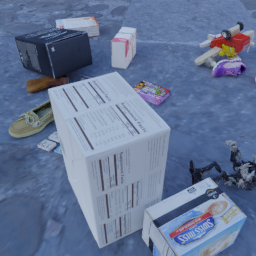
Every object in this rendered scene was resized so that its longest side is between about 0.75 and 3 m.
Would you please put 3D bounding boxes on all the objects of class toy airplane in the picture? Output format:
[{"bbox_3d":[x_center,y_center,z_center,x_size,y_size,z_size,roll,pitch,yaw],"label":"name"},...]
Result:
[{"bbox_3d":[4.066,-3.313,11.687,2.266,1.599,2.256,-19,16,34],"label":"toy airplane"}]

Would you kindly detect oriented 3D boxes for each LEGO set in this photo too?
[{"bbox_3d":[-1.637,0.453,8.069,1.563,0.384,1.168,13,41,32],"label":"LEGO set"}]

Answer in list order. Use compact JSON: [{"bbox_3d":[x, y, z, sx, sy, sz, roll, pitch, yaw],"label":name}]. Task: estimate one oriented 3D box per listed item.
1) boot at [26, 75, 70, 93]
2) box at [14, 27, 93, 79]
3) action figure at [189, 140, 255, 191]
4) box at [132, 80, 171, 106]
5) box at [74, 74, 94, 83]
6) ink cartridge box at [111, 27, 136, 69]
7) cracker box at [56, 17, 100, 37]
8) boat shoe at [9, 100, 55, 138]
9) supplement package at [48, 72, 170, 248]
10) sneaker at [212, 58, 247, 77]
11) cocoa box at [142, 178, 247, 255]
[{"bbox_3d":[-2.916,-1.577,10.189,1.527,0.523,1.437,-16,43,-17],"label":"boot"},{"bbox_3d":[-2.891,-3.004,10.891,1.841,1.298,2.488,-30,38,-34],"label":"box"},{"bbox_3d":[2.620,0.988,6.810,2.035,1.039,1.210,-10,31,-9],"label":"action figure"},{"bbox_3d":[0.805,-1.287,10.051,1.220,0.239,0.835,26,47,27],"label":"box"},{"bbox_3d":[-1.376,-1.262,9.711,1.102,0.574,1.003,22,50,24],"label":"box"},{"bbox_3d":[-0.157,-3.403,11.811,0.664,1.174,1.603,11,42,12],"label":"ink cartridge box"},{"bbox_3d":[-2.577,-5.102,14.265,2.023,0.583,1.355,-10,41,-13],"label":"cracker box"},{"bbox_3d":[-2.712,-0.445,8.725,2.158,0.679,0.787,-29,48,-30],"label":"boat shoe"},{"bbox_3d":[-0.416,0.637,5.848,1.526,2.752,2.143,-18,44,-20],"label":"supplement package"},{"bbox_3d":[4.027,-2.298,11.000,1.558,0.627,0.689,-18,51,-21],"label":"sneaker"},{"bbox_3d":[1.261,1.979,5.553,1.651,1.101,1.083,-20,44,-22],"label":"cocoa box"}]
